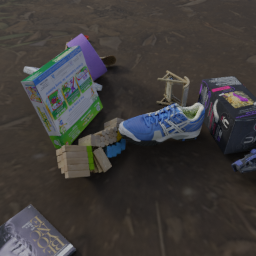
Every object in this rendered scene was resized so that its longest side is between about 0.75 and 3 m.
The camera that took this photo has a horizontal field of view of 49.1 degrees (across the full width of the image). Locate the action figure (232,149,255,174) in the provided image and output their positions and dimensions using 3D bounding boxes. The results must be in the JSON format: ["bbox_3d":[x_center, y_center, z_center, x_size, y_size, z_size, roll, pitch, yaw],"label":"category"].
[{"bbox_3d":[4.095,0.873,6.462,2.963,1.550,2.867,-27,34,8],"label":"action figure"}]

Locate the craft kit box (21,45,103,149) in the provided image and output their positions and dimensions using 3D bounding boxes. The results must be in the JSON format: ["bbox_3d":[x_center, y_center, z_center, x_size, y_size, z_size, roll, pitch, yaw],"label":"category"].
[{"bbox_3d":[-1.618,-0.852,7.558,0.500,2.035,2.061,0,36,31],"label":"craft kit box"}]

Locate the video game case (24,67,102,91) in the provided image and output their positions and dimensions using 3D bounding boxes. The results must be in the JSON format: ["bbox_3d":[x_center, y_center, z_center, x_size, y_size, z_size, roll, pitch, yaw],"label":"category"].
[{"bbox_3d":[-2.067,-1.602,9.160,1.744,0.220,1.914,24,16,25],"label":"video game case"}]

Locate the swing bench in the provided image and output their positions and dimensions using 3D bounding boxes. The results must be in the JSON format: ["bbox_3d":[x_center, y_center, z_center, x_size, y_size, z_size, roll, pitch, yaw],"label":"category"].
[{"bbox_3d":[1.455,-1.133,8.729,0.958,0.952,0.621,24,46,25],"label":"swing bench"}]

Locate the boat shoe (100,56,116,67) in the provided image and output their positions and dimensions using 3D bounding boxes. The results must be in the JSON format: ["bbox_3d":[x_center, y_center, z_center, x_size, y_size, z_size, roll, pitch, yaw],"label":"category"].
[{"bbox_3d":[-1.099,-2.510,10.792,1.289,0.465,0.419,-13,6,-7],"label":"boat shoe"}]

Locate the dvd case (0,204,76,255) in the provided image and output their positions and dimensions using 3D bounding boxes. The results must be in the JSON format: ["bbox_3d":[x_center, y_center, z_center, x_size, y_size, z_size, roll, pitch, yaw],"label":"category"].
[{"bbox_3d":[-1.923,2.265,5.408,1.502,0.120,1.117,30,49,30],"label":"dvd case"}]

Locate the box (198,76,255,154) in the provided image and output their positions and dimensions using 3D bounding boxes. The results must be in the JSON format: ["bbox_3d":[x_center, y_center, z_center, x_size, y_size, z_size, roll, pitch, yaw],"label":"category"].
[{"bbox_3d":[2.793,-0.416,7.687,1.046,1.205,1.972,-7,41,-8],"label":"box"}]

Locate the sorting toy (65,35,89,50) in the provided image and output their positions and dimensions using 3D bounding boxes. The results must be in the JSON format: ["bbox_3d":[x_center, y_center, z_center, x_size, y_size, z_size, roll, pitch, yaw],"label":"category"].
[{"bbox_3d":[-2.191,-3.539,12.003,0.990,0.347,2.054,-3,41,-4],"label":"sorting toy"}]

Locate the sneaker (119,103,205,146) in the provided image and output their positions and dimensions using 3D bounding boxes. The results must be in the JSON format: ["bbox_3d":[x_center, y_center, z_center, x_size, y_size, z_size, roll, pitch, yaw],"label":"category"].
[{"bbox_3d":[0.914,-0.192,7.285,2.490,0.959,0.943,-8,46,-27],"label":"sneaker"}]

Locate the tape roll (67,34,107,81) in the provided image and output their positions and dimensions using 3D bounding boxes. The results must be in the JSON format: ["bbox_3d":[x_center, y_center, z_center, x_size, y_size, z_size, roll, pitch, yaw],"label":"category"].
[{"bbox_3d":[-1.416,-2.429,9.709,0.649,1.527,1.527,-35,46,-1],"label":"tape roll"}]

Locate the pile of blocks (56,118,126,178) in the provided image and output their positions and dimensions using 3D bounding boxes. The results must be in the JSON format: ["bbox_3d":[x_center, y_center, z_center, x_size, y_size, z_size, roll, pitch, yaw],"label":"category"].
[{"bbox_3d":[-0.801,0.557,7.074,0.767,1.013,2.468,-21,7,47],"label":"pile of blocks"}]
